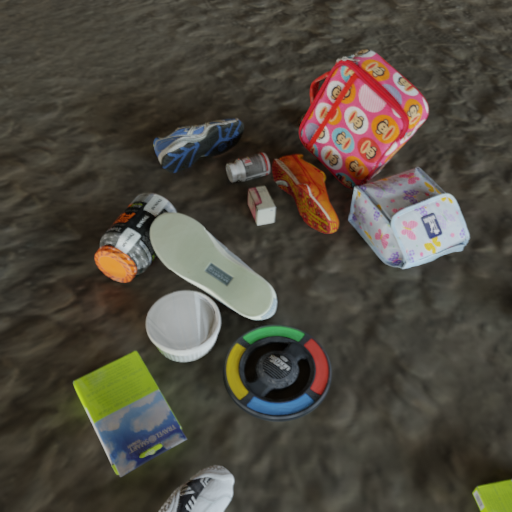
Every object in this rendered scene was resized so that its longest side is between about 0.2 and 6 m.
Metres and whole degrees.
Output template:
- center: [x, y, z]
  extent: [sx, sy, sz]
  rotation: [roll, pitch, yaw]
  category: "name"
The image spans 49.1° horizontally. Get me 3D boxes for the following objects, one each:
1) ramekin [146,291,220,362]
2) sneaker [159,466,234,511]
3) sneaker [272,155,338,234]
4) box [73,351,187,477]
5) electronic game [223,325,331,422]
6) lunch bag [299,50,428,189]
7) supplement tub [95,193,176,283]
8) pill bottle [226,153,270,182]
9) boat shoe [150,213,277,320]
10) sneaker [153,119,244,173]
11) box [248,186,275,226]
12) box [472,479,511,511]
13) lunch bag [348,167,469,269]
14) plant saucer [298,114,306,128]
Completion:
- center: [-1.248, 1.275, 9.818]
  extent: [1.279, 0.596, 1.279]
  rotation: [0, 50, 1]
  category: "ramekin"
- center: [-0.794, 4.136, 6.795]
  extent: [1.722, 1.126, 2.996]
  rotation: [29, 47, 19]
  category: "sneaker"
- center: [1.216, -1.480, 12.210]
  extent: [0.987, 0.934, 2.559]
  rotation: [-17, 50, -13]
  category: "sneaker"
- center: [-1.985, 2.492, 8.814]
  extent: [1.139, 0.445, 1.868]
  rotation: [-25, 52, -22]
  category: "box"
- center: [0.351, 1.919, 9.401]
  extent: [1.823, 0.379, 1.823]
  rotation: [0, 47, 0]
  category: "electronic game"
- center: [2.116, -3.013, 12.137]
  extent: [1.118, 2.729, 2.404]
  rotation: [-38, 80, -30]
  category: "lunch bag"
- center: [-2.354, -0.358, 11.060]
  extent: [1.054, 1.054, 1.721]
  rotation: [17, 49, 15]
  category: "supplement tub"
- center: [-0.190, -2.036, 12.998]
  extent: [0.930, 0.539, 0.539]
  rotation: [-18, 49, -17]
  category: "pill bottle"
- center: [-0.801, 0.278, 10.465]
  extent: [2.872, 1.023, 1.002]
  rotation: [37, 82, 18]
  category: "boat shoe"
- center: [-1.376, -2.879, 13.538]
  extent: [2.372, 0.898, 0.914]
  rotation: [-25, 55, -23]
  category: "sneaker"
- center: [0.108, -1.089, 12.145]
  extent: [0.400, 0.469, 0.734]
  rotation: [-11, 48, -13]
  category: "box"
- center: [3.771, 3.540, 7.955]
  extent: [1.134, 0.270, 0.691]
  rotation: [-8, 47, -7]
  category: "box"
- center: [3.107, -0.720, 11.295]
  extent: [1.668, 1.251, 1.967]
  rotation: [-18, 53, -17]
  category: "lunch bag"
- center: [1.586, -3.528, 14.647]
  extent: [0.985, 0.180, 0.985]
  rotation: [0, 46, 0]
  category: "plant saucer"
